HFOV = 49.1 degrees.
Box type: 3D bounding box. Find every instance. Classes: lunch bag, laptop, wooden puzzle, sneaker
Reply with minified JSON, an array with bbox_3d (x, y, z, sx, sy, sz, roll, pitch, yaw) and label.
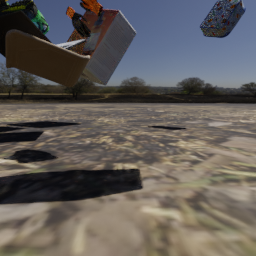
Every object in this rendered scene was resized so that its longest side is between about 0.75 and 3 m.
[{"bbox_3d":[3.408,-4.014,10.163,0.589,1.559,1.249,42,-9,-38],"label":"lunch bag"},{"bbox_3d":[-3.064,-2.991,8.940,2.304,1.426,2.461,0,29,28],"label":"laptop"},{"bbox_3d":[-2.095,-1.748,7.212,1.929,0.359,1.784,14,-20,-19],"label":"wooden puzzle"},{"bbox_3d":[-3.599,-3.214,8.749,2.615,1.020,1.114,14,-24,31],"label":"sneaker"}]

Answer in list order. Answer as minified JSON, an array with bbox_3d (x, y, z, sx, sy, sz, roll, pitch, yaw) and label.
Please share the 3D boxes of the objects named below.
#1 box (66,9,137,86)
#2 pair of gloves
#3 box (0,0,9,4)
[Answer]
[{"bbox_3d":[-1.230,-3.211,10.952,1.905,2.502,1.330,23,-9,39],"label":"box"},{"bbox_3d":[-1.215,-3.119,7.513,0.149,1.073,1.204,-30,-15,-43],"label":"pair of gloves"},{"bbox_3d":[-1.902,-3.569,6.191,2.362,0.592,0.889,-30,14,-15],"label":"box"}]
